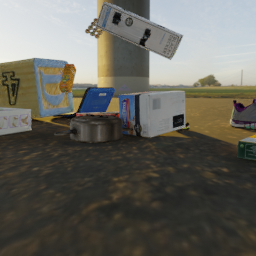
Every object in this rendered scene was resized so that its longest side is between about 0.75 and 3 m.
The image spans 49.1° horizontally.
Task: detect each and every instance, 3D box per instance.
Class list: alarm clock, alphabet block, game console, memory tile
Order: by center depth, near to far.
[{"bbox_3d":[-1.157,-0.002,8.603,1.630,0.804,2.416,8,14,44],"label":"alarm clock"},{"bbox_3d":[-1.434,-4.567,12.804,0.759,0.990,0.083,29,-21,3],"label":"memory tile"},{"bbox_3d":[-4.870,-2.000,14.490,2.883,2.831,2.816,-1,7,25],"label":"alphabet block"},{"bbox_3d":[-2.475,-1.484,16.016,1.754,2.530,2.964,31,19,18],"label":"game console"}]

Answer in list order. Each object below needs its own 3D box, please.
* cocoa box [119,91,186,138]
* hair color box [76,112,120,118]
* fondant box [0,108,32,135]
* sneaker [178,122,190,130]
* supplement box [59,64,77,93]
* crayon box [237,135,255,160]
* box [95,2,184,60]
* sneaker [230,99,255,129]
[{"bbox_3d":[0.876,-0.564,9.826,1.380,1.402,2.103,7,14,43],"label":"cocoa box"},{"bbox_3d":[-0.883,-0.285,10.923,2.015,0.644,1.118,-6,10,-29],"label":"hair color box"},{"bbox_3d":[-5.132,-0.199,9.502,2.124,0.857,2.944,4,10,27],"label":"fondant box"},{"bbox_3d":[1.985,-0.104,10.725,0.789,0.327,0.283,0,8,-2],"label":"sneaker"},{"bbox_3d":[-2.800,-2.327,13.070,0.473,1.421,0.489,1,-29,9],"label":"supplement box"},{"bbox_3d":[3.334,0.442,6.463,1.019,0.418,1.621,7,11,41],"label":"crayon box"},{"bbox_3d":[0.491,-3.491,10.085,2.901,0.872,1.692,24,23,3],"label":"box"},{"bbox_3d":[5.161,-0.512,10.629,2.650,1.160,0.986,7,11,44],"label":"sneaker"}]
